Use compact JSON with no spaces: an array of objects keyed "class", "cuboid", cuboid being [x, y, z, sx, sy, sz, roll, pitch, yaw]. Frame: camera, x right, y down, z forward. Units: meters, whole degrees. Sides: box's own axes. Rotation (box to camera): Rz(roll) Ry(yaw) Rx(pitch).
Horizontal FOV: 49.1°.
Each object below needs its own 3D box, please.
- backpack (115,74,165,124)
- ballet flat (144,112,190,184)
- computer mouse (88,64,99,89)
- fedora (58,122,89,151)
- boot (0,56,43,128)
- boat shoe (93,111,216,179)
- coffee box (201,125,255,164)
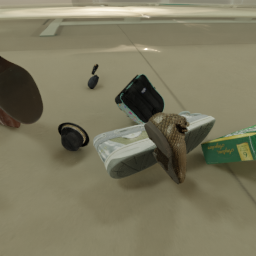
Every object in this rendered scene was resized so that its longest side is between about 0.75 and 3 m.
[{"class":"backpack","cuboid":[0.372,-0.737,8.141,1.131,1.286,0.986,-50,8,-17]},{"class":"ballet flat","cuboid":[0.781,0.373,4.856,0.570,2.457,0.828,-39,62,-7]},{"class":"computer mouse","cuboid":[-1.402,-2.136,11.270,0.276,0.475,1.622,34,32,-29]},{"class":"fedora","cuboid":[-1.386,0.277,6.884,0.876,0.876,0.400,6,47,11]},{"class":"boot","cuboid":[-3.018,-0.534,7.173,0.930,2.894,2.697,-32,73,-28]},{"class":"boat shoe","cuboid":[0.729,0.180,6.364,3.029,1.116,0.971,-19,56,-25]},{"class":"coffee box","cuboid":[3.140,0.203,6.498,2.502,0.550,1.538,-16,-2,-24]}]
